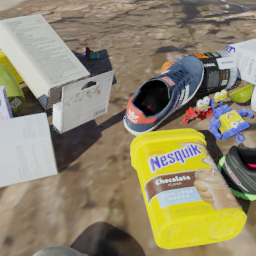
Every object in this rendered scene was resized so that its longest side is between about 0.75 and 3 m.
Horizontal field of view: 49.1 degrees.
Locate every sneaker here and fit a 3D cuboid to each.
[{"bbox_3d":[3.052,0.891,5.239,2.614,1.095,1.003,6,35,8],"label":"sneaker"},{"bbox_3d":[1.048,-1.044,7.118,1.085,1.224,2.896,36,69,16],"label":"sneaker"}]

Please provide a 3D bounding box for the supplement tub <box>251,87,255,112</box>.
[{"bbox_3d":[4.499,-0.586,6.844,1.706,1.706,2.353,-24,41,-30],"label":"supplement tub"}]

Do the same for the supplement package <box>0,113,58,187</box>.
[{"bbox_3d":[-2.493,0.485,5.882,1.773,1.036,1.040,-11,36,-16],"label":"supplement package"}]

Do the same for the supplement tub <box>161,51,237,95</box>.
[{"bbox_3d":[2.192,-1.684,8.790,2.102,1.288,1.288,-11,36,-16],"label":"supplement tub"}]

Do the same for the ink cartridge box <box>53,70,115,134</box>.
[{"bbox_3d":[-0.964,-0.629,6.074,0.305,1.216,1.401,38,45,27],"label":"ink cartridge box"}]

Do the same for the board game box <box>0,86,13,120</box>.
[{"bbox_3d":[-3.537,-0.315,6.746,1.365,1.369,0.282,-4,36,-8],"label":"board game box"}]

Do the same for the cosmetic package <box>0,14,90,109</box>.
[{"bbox_3d":[-2.606,-2.094,8.577,1.464,1.034,2.829,-27,70,-35],"label":"cosmetic package"}]

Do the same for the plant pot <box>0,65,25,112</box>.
[{"bbox_3d":[-3.601,-1.045,8.200,1.226,1.147,1.147,40,50,23],"label":"plant pot"}]

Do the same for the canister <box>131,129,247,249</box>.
[{"bbox_3d":[0.997,1.019,5.240,1.589,0.926,2.139,-5,36,-8],"label":"canister"}]

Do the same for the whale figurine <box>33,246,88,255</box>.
[{"bbox_3d":[-0.646,2.233,3.719,1.615,0.838,1.285,18,6,-11],"label":"whale figurine"}]

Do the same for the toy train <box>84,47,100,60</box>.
[{"bbox_3d":[-1.516,-3.169,11.745,0.571,0.418,0.987,1,33,-17],"label":"toy train"}]

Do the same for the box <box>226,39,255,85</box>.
[{"bbox_3d":[4.782,-2.331,9.924,1.827,1.042,1.987,-20,39,-27],"label":"box"}]

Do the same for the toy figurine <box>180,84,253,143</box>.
[{"bbox_3d":[2.628,-0.181,7.300,2.199,1.160,1.317,-21,68,-24],"label":"toy figurine"}]

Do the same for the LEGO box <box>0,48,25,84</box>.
[{"bbox_3d":[-4.369,-2.460,10.024,2.191,1.135,2.942,28,44,34],"label":"LEGO box"}]
